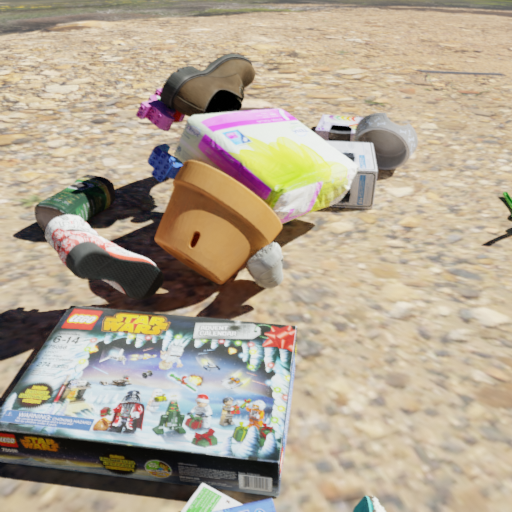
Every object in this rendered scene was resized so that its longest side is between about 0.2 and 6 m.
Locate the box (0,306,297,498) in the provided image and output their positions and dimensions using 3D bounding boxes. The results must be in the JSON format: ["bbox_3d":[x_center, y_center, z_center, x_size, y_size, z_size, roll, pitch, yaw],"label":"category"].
[{"bbox_3d":[-1.309,1.804,7.653,3.583,0.715,2.453,4,32,6],"label":"box"}]

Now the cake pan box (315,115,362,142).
[{"bbox_3d":[2.588,-3.784,16.842,1.478,0.420,1.605,7,33,14],"label":"cake pan box"}]

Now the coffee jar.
[{"bbox_3d":[-3.917,-1.146,12.300,0.930,0.761,1.784,12,35,20],"label":"coffee jar"}]

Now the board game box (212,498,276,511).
[{"bbox_3d":[-0.967,3.674,4.335,2.927,0.638,2.942,-10,39,-6],"label":"board game box"}]

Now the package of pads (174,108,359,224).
[{"bbox_3d":[0.358,-1.824,11.063,2.449,1.081,3.170,42,36,19],"label":"package of pads"}]

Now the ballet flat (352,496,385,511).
[{"bbox_3d":[1.181,3.299,5.576,0.622,0.622,1.732,7,36,11],"label":"ballet flat"}]

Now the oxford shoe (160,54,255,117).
[{"bbox_3d":[-0.741,-3.596,12.408,1.298,1.117,3.075,37,42,8],"label":"oxford shoe"}]

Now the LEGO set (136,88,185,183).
[{"bbox_3d":[-1.288,-1.663,11.723,3.875,1.478,1.590,40,32,7],"label":"LEGO set"}]

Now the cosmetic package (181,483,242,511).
[{"bbox_3d":[-0.280,3.002,5.994,1.075,0.456,0.579,16,37,25],"label":"cosmetic package"}]

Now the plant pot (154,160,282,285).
[{"bbox_3d":[-0.805,-0.480,10.068,2.128,2.128,1.489,26,78,35],"label":"plant pot"}]

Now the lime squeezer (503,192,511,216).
[{"bbox_3d":[5.865,-1.057,12.232,0.451,0.845,2.393,-17,1,3],"label":"lime squeezer"}]

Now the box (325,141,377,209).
[{"bbox_3d":[1.202,-2.033,13.509,3.222,0.969,1.879,4,33,7],"label":"box"}]

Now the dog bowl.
[{"bbox_3d":[3.267,-2.876,14.369,1.638,1.638,0.480,13,56,20],"label":"dog bowl"}]

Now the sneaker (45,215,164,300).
[{"bbox_3d":[-2.443,-0.004,9.143,1.162,0.724,2.169,41,5,29],"label":"sneaker"}]

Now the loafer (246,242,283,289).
[{"bbox_3d":[0.222,0.209,9.446,0.647,0.646,1.852,-38,-2,-5],"label":"loafer"}]
